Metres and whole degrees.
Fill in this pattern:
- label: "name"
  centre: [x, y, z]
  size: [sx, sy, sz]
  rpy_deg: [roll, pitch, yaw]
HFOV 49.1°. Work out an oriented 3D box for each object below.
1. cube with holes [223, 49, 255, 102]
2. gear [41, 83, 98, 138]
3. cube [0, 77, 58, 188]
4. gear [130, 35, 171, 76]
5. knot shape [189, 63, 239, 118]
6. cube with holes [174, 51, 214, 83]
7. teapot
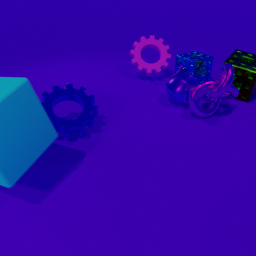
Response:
- label: "cube with holes"
  centre: [3.657, -1.696, 8.996]
  size: [1.076, 1.076, 1.076]
  rpy_deg: [26, 49, 25]
- label: "gear"
  centre: [-1.524, -0.465, 7.144]
  size: [1.489, 0.275, 1.489]
  rpy_deg: [5, 58, -8]
- label: "cube"
  centre: [-2.309, 0.013, 4.852]
  size: [1.315, 1.315, 1.315]
  rpy_deg: [7, 44, 30]
- label: "gear"
  centre: [0.822, -2.662, 10.281]
  size: [1.458, 1.458, 0.270]
  rpy_deg: [-2, -11, -3]
- label: "knot shape"
  centre: [2.538, -1.011, 7.968]
  size: [1.500, 1.603, 0.741]
  rpy_deg: [6, 40, -55]
- label: "cube with holes"
  centre: [2.371, -2.161, 10.182]
  size: [0.936, 0.936, 0.936]
  rpy_deg: [-20, 36, -29]
- label: "teapot"
  centre: [1.730, -1.341, 8.641]
  size: [1.085, 0.854, 1.744]
  rpy_deg: [16, 40, -23]
